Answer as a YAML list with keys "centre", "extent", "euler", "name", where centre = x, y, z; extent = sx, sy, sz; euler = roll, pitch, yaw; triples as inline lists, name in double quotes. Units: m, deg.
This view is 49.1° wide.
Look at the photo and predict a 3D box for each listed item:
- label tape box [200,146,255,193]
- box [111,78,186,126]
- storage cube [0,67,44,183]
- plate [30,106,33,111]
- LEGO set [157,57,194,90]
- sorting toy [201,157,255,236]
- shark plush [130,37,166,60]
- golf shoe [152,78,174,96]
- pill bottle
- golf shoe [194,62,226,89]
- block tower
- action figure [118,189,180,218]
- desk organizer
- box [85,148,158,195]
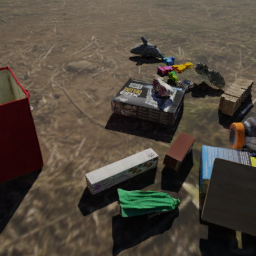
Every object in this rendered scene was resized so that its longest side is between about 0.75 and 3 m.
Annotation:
- centre: [3.201, 1.332, 8.318]
  extent: [2.045, 0.676, 1.465]
  euler: [8, 38, 8]
  name: "label tape box"
- centre: [0.894, -1.159, 11.753]
  extent: [2.641, 0.657, 2.083]
  euler: [14, 38, 17]
  name: "box"
- centre: [-4.302, -0.001, 8.502]
  extent: [2.904, 2.611, 2.483]
  euler: [-19, 40, -26]
  name: "storage cube"
- centre: [-5.231, -0.621, 11.303]
  extent: [2.059, 0.334, 2.064]
  euler: [26, 43, 33]
  name: "plate"
- centre: [2.578, -2.901, 13.953]
  extent: [1.029, 0.957, 2.508]
  euler: [-16, 40, -21]
  name: "LEGO set"
- centre: [2.872, 1.769, 7.194]
  extent: [1.642, 0.571, 1.632]
  euler: [13, 79, 15]
  name: "sorting toy"
- centre: [1.301, -4.317, 16.467]
  extent: [2.301, 1.045, 0.958]
  euler: [33, 65, 9]
  name: "shark plush"
- centre: [1.428, -1.668, 11.578]
  extent: [0.611, 0.503, 1.336]
  euler: [8, 31, -25]
  name: "golf shoe"
- centre: [4.651, 0.283, 9.243]
  extent: [2.421, 1.286, 1.286]
  euler: [1, 36, 2]
  name: "pill bottle"
- centre: [3.931, -2.448, 13.566]
  extent: [1.725, 0.839, 0.675]
  euler: [43, 79, 13]
  name: "golf shoe"
- centre: [4.712, -1.454, 12.158]
  extent: [0.669, 0.716, 2.476]
  euler: [24, 41, 29]
  name: "block tower"
- centre: [0.601, 2.036, 7.512]
  extent: [1.696, 0.464, 1.002]
  euler: [2, 34, -10]
  name: "action figure"
- centre: [1.700, 0.744, 9.192]
  extent: [0.542, 0.505, 1.407]
  euler: [26, 42, 18]
  name: "desk organizer"
- centre: [-0.137, 1.281, 8.554]
  extent: [2.348, 0.454, 0.487]
  euler: [-20, 40, -26]
  name: "box"
